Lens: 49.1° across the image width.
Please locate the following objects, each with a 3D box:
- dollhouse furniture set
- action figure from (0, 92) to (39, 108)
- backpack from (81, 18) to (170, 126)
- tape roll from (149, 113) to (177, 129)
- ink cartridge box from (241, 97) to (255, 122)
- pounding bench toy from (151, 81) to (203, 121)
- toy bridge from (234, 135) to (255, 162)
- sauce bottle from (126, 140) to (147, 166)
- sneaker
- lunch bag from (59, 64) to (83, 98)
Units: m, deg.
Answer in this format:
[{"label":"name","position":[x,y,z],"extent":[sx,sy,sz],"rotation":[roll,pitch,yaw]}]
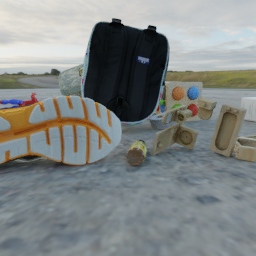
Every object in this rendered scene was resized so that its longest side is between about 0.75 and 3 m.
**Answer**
[{"label":"dollhouse furniture set","position":[1.275,0.085,5.141],"extent":[1.217,1.157,0.991],"rotation":[23,26,30]},{"label":"action figure","position":[-4.893,-1.127,12.609],"extent":[2.296,0.749,1.136],"rotation":[-3,20,-17]},{"label":"backpack","position":[-0.176,-1.361,7.922],"extent":[2.346,2.643,1.990],"rotation":[10,-9,-9]},{"label":"tape roll","position":[1.096,-0.227,8.255],"extent":[0.903,0.298,0.903],"rotation":[-11,13,3]},{"label":"ink cartridge box","position":[5.026,-0.589,9.345],"extent":[1.415,0.815,1.939],"rotation":[-4,11,-24]},{"label":"pounding bench toy","position":[1.325,-0.959,9.958],"extent":[2.172,1.349,1.694],"rotation":[-4,11,-21]},{"label":"toy bridge","position":[2.523,0.330,5.700],"extent":[0.619,0.251,1.842],"rotation":[8,12,38]},{"label":"sauce bottle","position":[0.177,0.408,5.076],"extent":[0.326,0.326,0.989],"rotation":[1,10,6]},{"label":"sneaker","position":[-1.562,0.064,4.880],"extent":[2.953,1.156,1.140],"rotation":[-2,-1,-19]},{"label":"lunch bag","position":[-1.576,-1.890,11.544],"extent":[2.131,1.528,2.599],"rotation":[-18,10,0]}]
